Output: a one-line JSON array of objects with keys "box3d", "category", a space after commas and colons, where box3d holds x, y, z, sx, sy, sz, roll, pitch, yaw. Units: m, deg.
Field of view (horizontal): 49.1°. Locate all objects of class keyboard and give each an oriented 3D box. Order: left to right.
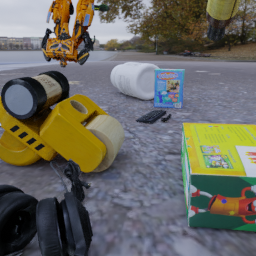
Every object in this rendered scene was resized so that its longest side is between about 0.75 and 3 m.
[{"box3d": [1.032, -0.423, 9.964, 1.043, 0.169, 1.642, 7, 19, 23], "category": "keyboard"}]

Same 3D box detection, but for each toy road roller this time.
[{"box3d": [-1.625, 0.141, 6.164, 2.707, 1.976, 1.663, 38, 21, -2], "category": "toy road roller"}]

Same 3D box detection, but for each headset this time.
[{"box3d": [-1.088, 1.286, 3.406, 1.535, 1.168, 2.485, 3, 32, 11], "category": "headset"}]

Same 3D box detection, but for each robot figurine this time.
[{"box3d": [-1.997, -3.343, 9.366, 1.909, 2.633, 0.766, 8, -7, 12], "category": "robot figurine"}]

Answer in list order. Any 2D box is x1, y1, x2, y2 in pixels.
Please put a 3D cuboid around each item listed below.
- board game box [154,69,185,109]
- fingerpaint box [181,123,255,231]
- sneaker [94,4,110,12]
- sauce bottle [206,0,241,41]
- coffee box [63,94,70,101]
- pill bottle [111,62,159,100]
[{"box3d": [1.688, -1.628, 11.551, 1.194, 1.570, 0.353, 5, 18, 14], "category": "board game box"}, {"box3d": [2.012, 0.686, 4.832, 2.075, 0.912, 2.487, 1, 17, 7], "category": "fingerpaint box"}, {"box3d": [-1.102, -5.081, 11.806, 0.762, 0.297, 0.325, 17, 31, 23], "category": "sneaker"}, {"box3d": [2.135, -2.773, 6.317, 0.713, 0.713, 2.204, 2, -18, 7], "category": "sauce bottle"}, {"box3d": [-4.364, -1.611, 13.166, 2.773, 0.610, 1.705, 10, 19, 31], "category": "coffee box"}, {"box3d": [0.321, -2.453, 14.133, 1.683, 1.683, 2.944, -9, 18, -27], "category": "pill bottle"}]
